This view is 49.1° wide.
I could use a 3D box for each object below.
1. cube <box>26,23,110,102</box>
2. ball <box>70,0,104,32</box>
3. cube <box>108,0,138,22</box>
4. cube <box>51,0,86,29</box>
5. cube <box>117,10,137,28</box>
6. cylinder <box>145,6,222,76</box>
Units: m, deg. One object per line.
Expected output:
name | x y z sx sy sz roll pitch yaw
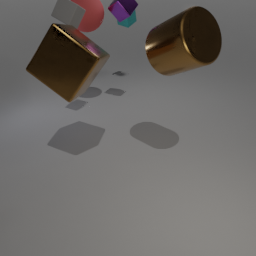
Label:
cube | -1.538 -1.758 7.481 1.400 1.400 1.400 37 19 -5
ball | -1.606 -4.391 10.680 1.400 1.400 1.400 0 29 0
cube | -0.187 -4.549 10.483 0.700 0.700 0.700 -4 50 54
cube | -1.931 -3.752 9.127 0.700 0.700 0.700 31 14 7
cube | -0.086 -5.473 13.739 0.700 0.700 0.700 28 61 29
cylinder | 1.394 -2.153 7.166 1.400 1.400 1.400 -20 9 -32
